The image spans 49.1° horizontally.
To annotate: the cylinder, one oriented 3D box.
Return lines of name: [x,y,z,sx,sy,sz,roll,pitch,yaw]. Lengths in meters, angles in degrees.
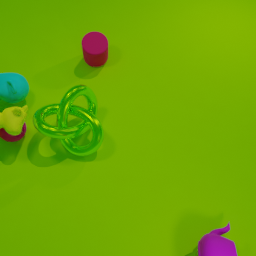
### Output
cylinder: [-1.146,-2.749,9.840,0.909,0.909,0.909,1,75,-4]

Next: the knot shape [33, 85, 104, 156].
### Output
knot shape: [-1.503,-0.084,8.073,2.049,0.947,1.917,-32,91,-22]

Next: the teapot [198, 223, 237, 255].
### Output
teapot: [2.037,2.885,6.046,0.990,1.257,2.022,-6,34,14]

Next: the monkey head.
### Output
monkey head: [-3.738,-1.426,8.679,1.142,1.363,1.895,-16,17,-5]

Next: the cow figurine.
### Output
cow figurine: [-3.703,-0.350,7.528,1.712,0.955,1.739,-45,99,-16]

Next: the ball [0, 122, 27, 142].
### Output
ball: [-3.461,0.005,8.350,0.820,0.820,0.820,0,59,0]
